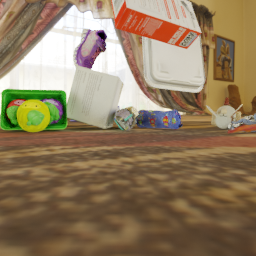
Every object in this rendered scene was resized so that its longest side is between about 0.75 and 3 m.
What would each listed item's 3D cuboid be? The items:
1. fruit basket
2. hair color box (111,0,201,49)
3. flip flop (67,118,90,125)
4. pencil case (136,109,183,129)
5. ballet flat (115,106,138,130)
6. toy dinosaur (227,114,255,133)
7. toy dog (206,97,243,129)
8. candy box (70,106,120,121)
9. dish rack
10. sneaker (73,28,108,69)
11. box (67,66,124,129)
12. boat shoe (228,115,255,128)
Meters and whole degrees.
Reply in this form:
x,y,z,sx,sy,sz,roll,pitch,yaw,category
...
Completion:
x,y,z,sx,sy,sz,roll,pitch,yaw,category
-2.821,-0.508,8.413,2.085,1.504,2.085,-4,-14,-1,fruit basket
0.801,-3.284,8.094,2.480,1.375,0.793,7,-31,-26,hair color box
-2.703,-0.394,11.668,2.617,0.753,1.061,15,-7,-24,flip flop
1.071,-0.324,9.815,1.718,0.671,0.746,4,26,45,pencil case
0.015,-0.382,9.563,0.818,0.818,2.275,0,6,-1,ballet flat
3.495,0.025,7.876,1.165,0.674,1.284,14,45,24,toy dinosaur
3.711,-0.606,10.506,1.594,1.164,2.416,0,4,0,toy dog
-2.061,-0.909,16.997,2.144,0.977,2.536,1,2,39,candy box
1.733,-2.755,10.072,2.425,2.825,0.615,4,-16,-20,dish rack
-1.441,-3.162,11.385,1.110,2.511,1.010,-3,-32,19,sneaker
-1.145,-1.046,10.034,1.551,1.801,1.810,15,3,4,box
3.810,-0.156,8.760,0.530,0.484,1.473,-2,4,-29,boat shoe
